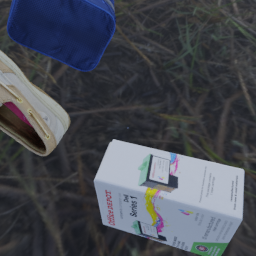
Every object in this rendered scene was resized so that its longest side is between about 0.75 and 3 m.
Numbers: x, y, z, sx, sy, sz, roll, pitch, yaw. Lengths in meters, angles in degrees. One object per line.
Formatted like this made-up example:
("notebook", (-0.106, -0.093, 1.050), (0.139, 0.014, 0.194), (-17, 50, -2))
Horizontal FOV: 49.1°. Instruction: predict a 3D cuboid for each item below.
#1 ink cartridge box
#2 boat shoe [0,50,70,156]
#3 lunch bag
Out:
("ink cartridge box", (0.362, 0.700, 2.729), (1.250, 0.905, 0.525), (12, 48, 13))
("boat shoe", (-2.142, -0.499, 4.523), (2.694, 0.993, 0.932), (38, 42, -26))
("lunch bag", (-1.457, -2.499, 6.091), (2.278, 1.547, 1.507), (23, 36, -24))
